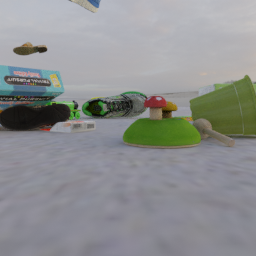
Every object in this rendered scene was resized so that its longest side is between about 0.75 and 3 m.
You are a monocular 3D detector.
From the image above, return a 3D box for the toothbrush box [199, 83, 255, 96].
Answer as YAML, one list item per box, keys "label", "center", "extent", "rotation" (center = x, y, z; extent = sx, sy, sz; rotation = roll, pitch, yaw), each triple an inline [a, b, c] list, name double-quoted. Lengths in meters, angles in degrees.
- label: "toothbrush box"
  center: [3.774, -0.727, 8.661]
  extent: [2.801, 1.206, 2.039]
  rotation: [-1, 4, 1]

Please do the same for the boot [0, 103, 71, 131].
- label: "boot"
  center: [-2.253, -0.274, 7.129]
  extent: [1.659, 0.607, 1.249]
  rotation: [-11, 1, -8]

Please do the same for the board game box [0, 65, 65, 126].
- label: "board game box"
  center: [-3.087, -0.664, 6.788]
  extent: [2.522, 0.592, 1.904]
  rotation: [-22, -9, 37]

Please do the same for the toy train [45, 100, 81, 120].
- label: "toy train"
  center: [-2.766, -0.657, 10.498]
  extent: [0.562, 0.760, 2.696]
  rotation: [3, 6, 32]

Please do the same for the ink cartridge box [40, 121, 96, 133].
- label: "ink cartridge box"
  center: [-1.431, -0.062, 6.665]
  extent: [1.046, 0.262, 0.848]
  rotation: [6, 7, 33]

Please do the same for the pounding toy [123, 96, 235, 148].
- label: "pounding toy"
  center: [0.733, -0.140, 4.604]
  extent: [1.647, 0.764, 1.271]
  rotation: [-1, 5, -6]

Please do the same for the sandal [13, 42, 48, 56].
- label: "sandal"
  center: [-2.646, -2.182, 7.556]
  extent: [0.883, 0.291, 0.324]
  rotation: [-10, -28, -20]

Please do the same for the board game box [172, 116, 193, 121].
- label: "board game box"
  center: [2.244, -0.362, 10.467]
  extent: [1.322, 0.198, 0.632]
  rotation: [0, 4, -33]

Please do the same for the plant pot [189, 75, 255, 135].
- label: "plant pot"
  center: [1.840, -0.319, 5.499]
  extent: [1.154, 1.215, 1.215]
  rotation: [-11, 2, 16]

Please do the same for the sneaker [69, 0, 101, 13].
- label: "sneaker"
  center: [-1.179, -3.194, 6.106]
  extent: [0.688, 0.781, 1.752]
  rotation: [40, 22, 24]

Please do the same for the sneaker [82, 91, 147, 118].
- label: "sneaker"
  center: [-0.560, -0.858, 12.060]
  extent: [2.977, 1.162, 1.268]
  rotation: [-8, 11, 13]
